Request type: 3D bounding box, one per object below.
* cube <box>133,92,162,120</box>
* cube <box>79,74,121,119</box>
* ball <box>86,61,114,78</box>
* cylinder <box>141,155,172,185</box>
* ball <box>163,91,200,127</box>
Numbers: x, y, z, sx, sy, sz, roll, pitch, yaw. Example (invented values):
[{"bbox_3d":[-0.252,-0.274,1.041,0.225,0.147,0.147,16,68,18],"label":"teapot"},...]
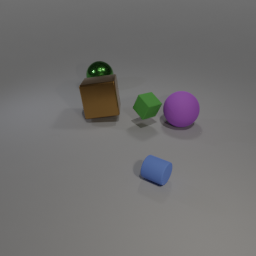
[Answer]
[{"bbox_3d":[0.732,-0.847,10.676,0.700,0.700,0.700,-17,57,-36],"label":"cube"},{"bbox_3d":[-1.104,-1.316,11.541,1.400,1.400,1.400,-7,22,3],"label":"cube"},{"bbox_3d":[-1.435,-2.712,14.337,1.400,1.400,1.400,0,30,0],"label":"ball"},{"bbox_3d":[0.837,1.222,8.191,0.700,0.700,0.700,19,35,29],"label":"cylinder"},{"bbox_3d":[2.072,-0.735,10.911,1.400,1.400,1.400,0,30,0],"label":"ball"}]
